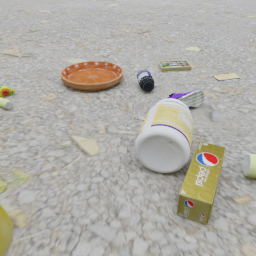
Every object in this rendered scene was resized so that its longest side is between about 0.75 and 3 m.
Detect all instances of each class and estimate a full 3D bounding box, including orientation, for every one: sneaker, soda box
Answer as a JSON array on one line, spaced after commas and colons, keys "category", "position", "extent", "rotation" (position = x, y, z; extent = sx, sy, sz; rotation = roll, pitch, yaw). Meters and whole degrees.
[{"category": "sneaker", "position": [2.140, -1.156, 11.181], "extent": [1.972, 0.685, 0.981], "rotation": [-18, 28, -30]}, {"category": "soda box", "position": [1.963, 1.321, 7.316], "extent": [0.781, 0.738, 2.307], "rotation": [13, 36, 20]}]

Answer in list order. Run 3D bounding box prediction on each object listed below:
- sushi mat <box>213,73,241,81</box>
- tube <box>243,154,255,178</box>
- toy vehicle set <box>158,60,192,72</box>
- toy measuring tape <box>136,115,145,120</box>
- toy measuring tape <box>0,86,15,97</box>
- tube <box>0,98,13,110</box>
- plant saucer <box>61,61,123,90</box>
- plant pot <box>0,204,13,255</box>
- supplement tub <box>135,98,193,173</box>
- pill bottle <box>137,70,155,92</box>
[{"category": "sushi mat", "position": [4.860, -2.538, 13.843], "extent": [1.263, 0.076, 0.604], "rotation": [-9, 35, -14]}, {"category": "tube", "position": [4.492, 1.242, 7.645], "extent": [2.508, 0.651, 0.728], "rotation": [9, 72, 5]}, {"category": "toy vehicle set", "position": [2.474, -3.309, 14.895], "extent": [1.595, 0.211, 0.991], "rotation": [-4, 33, -6]}, {"category": "toy measuring tape", "position": [0.747, -0.254, 10.050], "extent": [1.265, 0.465, 0.465], "rotation": [13, 35, 32]}, {"category": "toy measuring tape", "position": [-5.510, -1.551, 12.006], "extent": [1.253, 0.461, 0.461], "rotation": [-12, 35, -17]}, {"category": "tube", "position": [-5.221, -1.063, 11.370], "extent": [1.382, 0.359, 0.401], "rotation": [17, -2, 33]}, {"category": "plant saucer", "position": [-1.703, -2.503, 13.433], "extent": [2.964, 0.478, 2.964], "rotation": [1, 33, -1]}, {"category": "plant pot", "position": [-3.596, 1.925, 5.738], "extent": [2.053, 1.457, 2.053], "rotation": [-1, 33, 0]}, {"category": "supplement tub", "position": [1.151, 0.148, 8.387], "extent": [1.531, 1.531, 2.106], "rotation": [8, 34, 13]}, {"category": "pill bottle", "position": [0.815, -2.106, 12.625], "extent": [0.682, 0.682, 1.220], "rotation": [-4, 34, -6]}]
